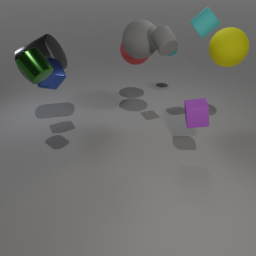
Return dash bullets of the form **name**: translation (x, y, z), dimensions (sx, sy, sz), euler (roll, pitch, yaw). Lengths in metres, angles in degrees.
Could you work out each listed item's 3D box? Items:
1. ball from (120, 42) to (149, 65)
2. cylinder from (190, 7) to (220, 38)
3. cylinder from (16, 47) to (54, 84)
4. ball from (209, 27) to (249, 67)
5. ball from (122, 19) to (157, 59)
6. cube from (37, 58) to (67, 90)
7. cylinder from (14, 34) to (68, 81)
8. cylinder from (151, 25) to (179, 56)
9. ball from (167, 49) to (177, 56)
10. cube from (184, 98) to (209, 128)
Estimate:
- **ball**: translation (0.348, -3.580, 12.670), dimensions (1.400, 1.400, 1.400), euler (0, 29, 0)
- **cylinder**: translation (2.518, -3.445, 9.166), dimensions (0.700, 0.700, 0.700), euler (-37, 18, 24)
- **cylinder**: translation (-2.470, -1.644, 7.442), dimensions (0.700, 0.700, 0.700), euler (-38, 3, 2)
- **ball**: translation (3.697, -2.960, 10.301), dimensions (1.400, 1.400, 1.400), euler (0, 29, 0)
- **ball**: translation (0.478, -3.314, 10.486), dimensions (1.400, 1.400, 1.400), euler (0, 29, 0)
- **cube**: translation (-2.567, -1.764, 9.136), dimensions (0.700, 0.700, 0.700), euler (0, 57, -51)
- **cylinder**: translation (-3.245, -2.586, 10.556), dimensions (1.400, 1.400, 1.400), euler (-23, 26, 13)
- **cylinder**: translation (1.213, -2.890, 9.273), dimensions (0.700, 0.700, 0.700), euler (-12, 63, -21)
- **ball**: translation (2.105, -3.939, 13.919), dimensions (0.700, 0.700, 0.700), euler (0, 29, 0)
- **cube**: translation (2.217, -0.483, 9.069), dimensions (0.700, 0.700, 0.700), euler (-5, 30, 10)
